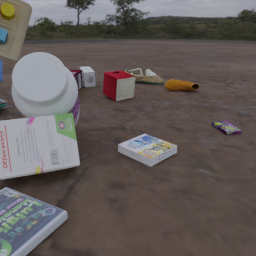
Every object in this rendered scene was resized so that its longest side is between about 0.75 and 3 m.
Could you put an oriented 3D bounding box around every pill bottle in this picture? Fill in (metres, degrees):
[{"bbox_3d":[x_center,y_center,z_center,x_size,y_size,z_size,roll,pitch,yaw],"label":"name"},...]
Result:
[{"bbox_3d":[-1.877,-0.715,6.592,1.419,1.419,2.528,-4,-13,-10],"label":"pill bottle"}]

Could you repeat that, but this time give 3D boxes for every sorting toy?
[{"bbox_3d":[-2.869,-2.298,5.879,1.463,2.598,0.354,16,-7,-29],"label":"sorting toy"}]

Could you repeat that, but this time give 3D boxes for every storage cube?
[{"bbox_3d":[-0.356,-1.671,11.059,0.893,1.045,0.939,-14,32,-34],"label":"storage cube"}]

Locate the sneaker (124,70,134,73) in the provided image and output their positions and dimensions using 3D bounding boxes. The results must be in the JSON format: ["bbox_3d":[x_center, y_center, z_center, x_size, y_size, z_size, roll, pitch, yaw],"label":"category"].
[{"bbox_3d":[-0.259,-2.924,15.181,1.126,0.374,0.509,-10,20,-32],"label":"sneaker"}]

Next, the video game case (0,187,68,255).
[{"bbox_3d":[-1.923,1.475,4.059,1.414,0.182,1.555,12,24,27],"label":"video game case"}]

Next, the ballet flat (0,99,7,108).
[{"bbox_3d":[-4.537,-0.726,8.941,0.688,0.688,1.914,2,22,5],"label":"ballet flat"}]

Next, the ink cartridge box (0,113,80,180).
[{"bbox_3d":[-1.967,0.374,5.475,1.858,1.088,0.625,-7,-5,-19],"label":"ink cartridge box"}]

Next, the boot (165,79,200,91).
[{"bbox_3d":[2.371,-1.854,12.172,1.366,0.481,0.978,-8,16,-36],"label":"boot"}]

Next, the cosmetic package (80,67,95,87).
[{"bbox_3d":[-1.963,-2.484,13.498,0.541,0.743,1.462,-7,22,-17],"label":"cosmetic package"}]

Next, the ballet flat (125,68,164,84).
[{"bbox_3d":[0.744,-2.571,13.793,2.087,0.681,0.736,5,21,11],"label":"ballet flat"}]

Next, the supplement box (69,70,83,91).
[{"bbox_3d":[-2.907,-1.835,11.682,1.495,0.837,2.748,2,20,4],"label":"supplement box"}]

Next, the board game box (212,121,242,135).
[{"bbox_3d":[2.800,-0.007,7.987,0.480,0.129,0.800,-9,23,-11],"label":"board game box"}]

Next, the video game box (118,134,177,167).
[{"bbox_3d":[0.451,0.483,6.546,1.033,0.242,0.941,20,31,41],"label":"video game box"}]
